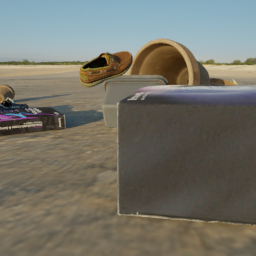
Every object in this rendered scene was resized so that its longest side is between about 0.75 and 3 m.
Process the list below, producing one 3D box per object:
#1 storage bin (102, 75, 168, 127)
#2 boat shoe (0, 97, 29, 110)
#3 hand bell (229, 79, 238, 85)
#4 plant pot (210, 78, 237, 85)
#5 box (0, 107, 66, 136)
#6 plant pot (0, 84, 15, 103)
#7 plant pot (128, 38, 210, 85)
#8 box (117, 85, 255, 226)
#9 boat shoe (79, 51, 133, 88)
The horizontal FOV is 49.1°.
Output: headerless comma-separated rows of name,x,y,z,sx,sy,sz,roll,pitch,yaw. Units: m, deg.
storage bin,0.156,-0.645,8.586,2.025,1.473,1.360,3,41,12
boat shoe,-4.315,-0.789,10.319,0.752,0.649,2.069,3,13,12
hand bell,4.140,-1.568,13.753,2.252,1.172,1.172,-14,14,-2
plant pot,3.750,-1.152,10.834,1.835,0.847,1.835,12,32,-8
box,-3.376,-0.228,8.270,2.629,0.475,1.880,-6,14,-28
plant pot,-6.122,-1.586,13.687,0.894,0.894,0.780,1,31,4
plant pot,1.716,-1.662,9.915,2.670,2.670,2.328,12,14,43
box,1.252,0.160,4.216,2.470,1.535,2.490,1,12,9
boat shoe,-0.369,-1.208,5.341,1.250,0.425,0.450,-37,63,-27
